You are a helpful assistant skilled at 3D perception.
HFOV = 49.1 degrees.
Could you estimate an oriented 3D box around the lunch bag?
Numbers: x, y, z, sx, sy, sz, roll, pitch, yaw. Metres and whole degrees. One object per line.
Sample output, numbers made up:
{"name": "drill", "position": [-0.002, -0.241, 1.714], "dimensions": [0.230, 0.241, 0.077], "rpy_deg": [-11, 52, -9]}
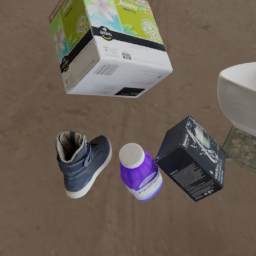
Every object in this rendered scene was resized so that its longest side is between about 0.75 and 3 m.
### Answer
{"name": "lunch bag", "position": [3.228, 0.270, 6.697], "dimensions": [1.549, 1.111, 1.889], "rpy_deg": [29, 72, 15]}

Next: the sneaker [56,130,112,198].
{"name": "sneaker", "position": [-0.640, 0.295, 4.313], "dimensions": [0.490, 0.931, 1.288], "rpy_deg": [4, 37, 18]}

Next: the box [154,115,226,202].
{"name": "box", "position": [1.003, 0.459, 4.387], "dimensions": [0.918, 0.579, 0.934], "rpy_deg": [43, 36, -8]}

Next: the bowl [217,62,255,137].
{"name": "bowl", "position": [3.124, -0.332, 5.084], "dimensions": [2.654, 0.991, 2.650], "rpy_deg": [-19, 37, -42]}

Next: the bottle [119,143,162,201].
{"name": "bottle", "position": [0.196, 0.725, 4.557], "dimensions": [0.626, 1.499, 0.489], "rpy_deg": [-41, 60, -12]}

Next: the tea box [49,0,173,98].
{"name": "tea box", "position": [-0.315, -1.479, 4.918], "dimensions": [1.614, 1.078, 1.588], "rpy_deg": [-3, 68, -42]}
